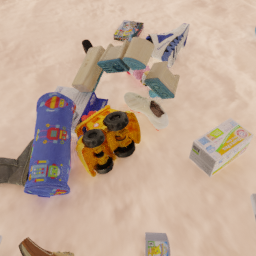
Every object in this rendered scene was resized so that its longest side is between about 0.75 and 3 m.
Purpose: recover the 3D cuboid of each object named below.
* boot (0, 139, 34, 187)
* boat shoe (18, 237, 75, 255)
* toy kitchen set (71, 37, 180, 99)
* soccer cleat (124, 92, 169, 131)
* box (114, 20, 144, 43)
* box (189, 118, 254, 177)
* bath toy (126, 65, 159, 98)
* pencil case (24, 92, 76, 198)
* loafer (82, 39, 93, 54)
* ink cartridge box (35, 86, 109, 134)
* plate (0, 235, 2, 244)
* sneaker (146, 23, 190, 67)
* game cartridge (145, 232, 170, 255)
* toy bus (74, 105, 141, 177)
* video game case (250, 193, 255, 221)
[{"bbox_3d":[-3.442,0.905,7.783,1.869,0.678,1.699,0,46,9],"label":"boot"},{"bbox_3d":[-1.376,2.996,5.821,2.073,0.784,0.766,35,51,18],"label":"boat shoe"},{"bbox_3d":[-0.064,-1.508,9.063,2.615,2.095,1.540,5,67,46],"label":"toy kitchen set"},{"bbox_3d":[0.596,-0.723,9.067,0.688,0.770,1.986,-31,55,-25],"label":"soccer cleat"},{"bbox_3d":[0.048,-4.382,12.670,0.982,0.271,1.438,14,50,12],"label":"box"},{"bbox_3d":[2.630,0.523,7.933,1.559,0.790,0.877,-29,54,-23],"label":"box"},{"bbox_3d":[0.579,-1.876,10.126,0.773,0.909,2.090,-35,49,0],"label":"bath toy"},{"bbox_3d":[-2.032,0.440,7.521,1.119,1.246,2.868,10,58,-20],"label":"pencil case"},{"bbox_3d":[-1.428,-2.917,11.143,0.463,0.450,1.267,-22,79,-10],"label":"loafer"},{"bbox_3d":[-1.765,-0.601,9.185,1.875,0.381,1.871,9,47,8],"label":"ink cartridge box"},{"bbox_3d":[-3.550,2.971,6.141,1.272,0.206,1.275,2,48,3],"label":"plate"},{"bbox_3d":[1.541,-3.601,11.480,1.447,1.012,2.506,22,53,16],"label":"sneaker"},{"bbox_3d":[0.672,2.794,6.340,0.569,0.173,0.853,4,48,-2],"label":"game cartridge"},{"bbox_3d":[-0.873,0.189,8.034,1.907,1.294,1.831,-37,44,-26],"label":"toy bus"},{"bbox_3d":[4.217,2.557,6.486,2.282,0.251,2.080,3,48,4],"label":"video game case"}]
